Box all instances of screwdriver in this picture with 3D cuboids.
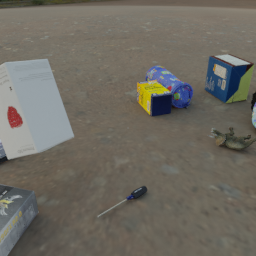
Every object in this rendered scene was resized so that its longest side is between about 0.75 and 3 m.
[{"bbox_3d":[-0.126,1.719,6.628,1.474,0.206,0.215,-17,62,-33],"label":"screwdriver"}]

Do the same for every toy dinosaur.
[{"bbox_3d":[3.347,0.422,8.755,1.546,0.595,0.791,25,49,27],"label":"toy dinosaur"}]

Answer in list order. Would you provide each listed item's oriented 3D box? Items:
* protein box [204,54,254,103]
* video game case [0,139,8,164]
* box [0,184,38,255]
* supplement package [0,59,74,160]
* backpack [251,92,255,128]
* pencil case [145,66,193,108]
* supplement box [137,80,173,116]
[{"bbox_3d":[4.301,-2.172,12.108,1.102,1.621,1.633,-9,31,-16],"label":"protein box"},{"bbox_3d":[-4.179,0.267,9.208,2.629,0.249,1.878,25,38,35],"label":"video game case"},{"bbox_3d":[-3.495,2.182,5.308,2.301,0.702,2.905,7,31,14],"label":"box"},{"bbox_3d":[-2.368,-0.445,6.611,1.217,2.008,1.202,-14,8,34],"label":"supplement package"},{"bbox_3d":[5.301,-0.629,9.534,2.037,1.501,2.231,12,33,18],"label":"backpack"},{"bbox_3d":[1.762,-1.828,12.060,1.192,1.071,2.744,-10,31,-18],"label":"pencil case"},{"bbox_3d":[1.023,-1.222,11.197,0.857,0.862,1.575,-10,30,-17],"label":"supplement box"}]
